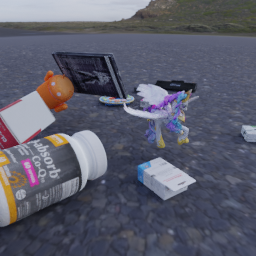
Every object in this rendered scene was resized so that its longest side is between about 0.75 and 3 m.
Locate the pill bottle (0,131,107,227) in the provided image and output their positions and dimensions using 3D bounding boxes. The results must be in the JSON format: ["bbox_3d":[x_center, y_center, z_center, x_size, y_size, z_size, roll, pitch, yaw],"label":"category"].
[{"bbox_3d":[-2.048,1.071,6.953,2.855,1.661,1.661,-20,31,-37],"label":"pill bottle"}]

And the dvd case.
[{"bbox_3d":[-1.490,-2.090,11.078,2.790,2.075,0.223,11,54,28],"label":"dvd case"}]

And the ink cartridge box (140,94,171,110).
[{"bbox_3d":[1.532,-1.474,14.343,1.055,0.413,2.228,11,24,23],"label":"ink cartridge box"}]

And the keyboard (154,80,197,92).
[{"bbox_3d":[2.867,-2.537,16.837,2.475,0.317,1.486,8,32,16],"label":"keyboard"}]

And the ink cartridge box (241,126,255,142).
[{"bbox_3d":[4.665,0.212,10.542,0.580,0.329,0.791,3,24,6],"label":"ink cartridge box"}]

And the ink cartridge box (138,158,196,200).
[{"bbox_3d":[1.021,1.416,7.620,0.850,0.490,1.468,-15,28,-31],"label":"ink cartridge box"}]

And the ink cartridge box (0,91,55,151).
[{"bbox_3d":[-3.801,0.177,8.211,2.640,1.093,1.924,-25,15,22],"label":"ink cartridge box"}]

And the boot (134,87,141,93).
[{"bbox_3d":[0.948,-2.238,16.169,0.979,0.321,0.807,-11,28,-33],"label":"boot"}]

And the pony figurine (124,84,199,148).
[{"bbox_3d":[1.064,-0.408,8.827,2.092,2.167,1.805,11,42,15],"label":"pony figurine"}]

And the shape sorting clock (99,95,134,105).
[{"bbox_3d":[-0.576,-1.517,14.437,1.784,0.350,1.784,0,24,0],"label":"shape sorting clock"}]

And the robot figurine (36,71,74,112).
[{"bbox_3d":[-3.075,-1.506,11.712,1.995,1.435,1.163,-22,-36,38],"label":"robot figurine"}]
